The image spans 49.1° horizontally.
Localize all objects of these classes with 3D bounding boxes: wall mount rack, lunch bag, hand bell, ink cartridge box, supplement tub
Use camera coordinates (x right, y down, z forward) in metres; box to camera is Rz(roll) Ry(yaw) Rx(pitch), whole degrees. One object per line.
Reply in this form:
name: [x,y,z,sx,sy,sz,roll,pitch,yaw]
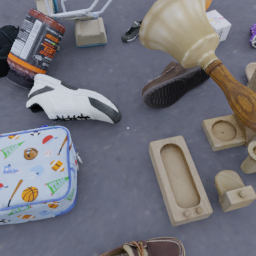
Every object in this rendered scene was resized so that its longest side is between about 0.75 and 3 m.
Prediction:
wall mount rack: [-1.313,-4.204,9.309,2.390,1.026,2.751,-6,19,9]
lunch bag: [-2.554,1.064,6.828,2.838,1.072,2.274,-8,56,-4]
hand bell: [1.398,-0.867,4.318,1.318,1.318,2.531,-28,71,-17]
ink cartridge box: [3.068,-3.528,9.958,0.670,0.688,1.070,-24,62,-15]
supplement tub: [-2.851,-2.322,8.472,1.176,1.176,2.198,31,100,18]

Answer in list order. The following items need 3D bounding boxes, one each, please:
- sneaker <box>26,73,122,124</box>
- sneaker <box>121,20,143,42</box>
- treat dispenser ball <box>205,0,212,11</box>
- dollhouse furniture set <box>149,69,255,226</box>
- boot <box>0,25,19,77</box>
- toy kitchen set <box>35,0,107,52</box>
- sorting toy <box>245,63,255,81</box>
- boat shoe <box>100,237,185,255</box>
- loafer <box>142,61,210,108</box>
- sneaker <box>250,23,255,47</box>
sneaker: [-1.569,-0.564,8.015,2.905,1.071,1.162,18,73,16]
sneaker: [0.238,-3.556,10.052,1.229,0.556,0.408,-34,63,-19]
treat dispenser ball: [2.173,-4.848,10.173,1.782,1.782,1.782,0,57,0]
dollhouse furniture set: [2.101,0.387,6.509,2.798,2.280,2.661,-11,58,-7]
boot: [-4.228,-2.607,9.330,2.059,0.762,1.687,-29,64,-25]
toy kitchen set: [-2.063,-4.114,10.118,2.228,1.638,2.781,-9,78,-6]
sorting toy: [4.902,-1.029,8.574,2.150,0.424,2.322,-3,62,-2]
boat shoe: [0.103,2.793,5.828,2.344,0.844,0.846,-10,58,-6]
loafer: [1.426,-1.474,8.606,2.655,0.969,0.942,-28,51,-22]
sneaker: [4.632,-3.389,10.043,0.641,0.619,1.537,19,49,29]
